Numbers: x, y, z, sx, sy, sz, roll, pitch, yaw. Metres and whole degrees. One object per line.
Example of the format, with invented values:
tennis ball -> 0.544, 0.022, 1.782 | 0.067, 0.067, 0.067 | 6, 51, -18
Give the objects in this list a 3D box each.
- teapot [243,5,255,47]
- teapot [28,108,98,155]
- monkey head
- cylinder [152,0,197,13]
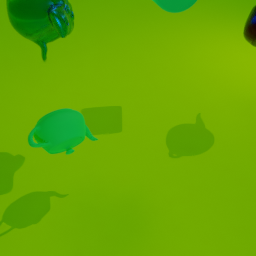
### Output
teapot -> 3.223, -2.357, 6.196 | 1.268, 2.039, 0.999 | 1, 87, 12
teapot -> -1.165, 0.121, 5.168 | 1.544, 0.960, 0.756 | -9, 68, -53
monkey head -> -1.561, -1.965, 4.944 | 1.128, 1.872, 1.346 | -18, 46, 3
cylinder -> 0.983, -3.305, 6.315 | 1.130, 1.130, 1.130 | -5, 34, -5
